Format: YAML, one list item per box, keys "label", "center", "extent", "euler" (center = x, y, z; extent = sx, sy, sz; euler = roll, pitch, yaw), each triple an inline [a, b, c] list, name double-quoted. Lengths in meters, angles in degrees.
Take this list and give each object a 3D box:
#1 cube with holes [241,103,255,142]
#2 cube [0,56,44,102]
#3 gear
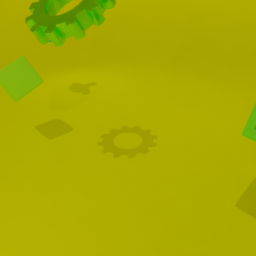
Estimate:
- label: "cube with holes"
  center: [2.474, -0.135, 3.637]
  extent: [1.172, 1.172, 1.172]
  euler: [17, 7, -44]
- label: "cube"
  center: [-2.638, -1.164, 6.783]
  extent: [0.751, 0.751, 0.751]
  euler: [-43, 17, -22]
- label: "gear"
  center: [-0.961, -2.050, 4.682]
  extent: [1.560, 0.288, 1.560]
  euler: [-12, 56, 18]
